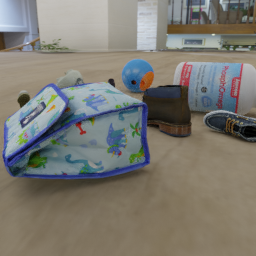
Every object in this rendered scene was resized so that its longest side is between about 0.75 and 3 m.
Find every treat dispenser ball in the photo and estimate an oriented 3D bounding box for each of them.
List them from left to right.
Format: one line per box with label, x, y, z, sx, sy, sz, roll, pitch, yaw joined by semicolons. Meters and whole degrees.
treat dispenser ball;0.425;-2.250;12.056;1.406;1.406;1.406;0;19;0

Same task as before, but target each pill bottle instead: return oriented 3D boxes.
pill bottle;2.956;-1.230;8.703;2.879;1.565;1.565;7;20;22

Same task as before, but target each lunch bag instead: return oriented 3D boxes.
lunch bag;-1.047;0.006;5.116;2.317;1.476;1.970;-14;24;-19

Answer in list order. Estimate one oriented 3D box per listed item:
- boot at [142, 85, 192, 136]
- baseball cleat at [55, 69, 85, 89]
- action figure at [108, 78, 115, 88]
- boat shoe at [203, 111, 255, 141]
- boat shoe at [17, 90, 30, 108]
boot;0.727;-0.691;7.625;0.943;1.224;2.525;-15;24;-38
baseball cleat;-1.975;-0.834;8.732;0.890;1.358;2.552;-33;5;-31
action figure;-0.764;-1.114;9.259;1.097;0.585;1.685;-9;-5;-5
boat shoe;2.589;-0.067;6.822;1.529;0.541;0.694;10;17;21
boat shoe;-3.209;-0.927;8.600;0.383;0.350;1.024;-3;-19;-23
